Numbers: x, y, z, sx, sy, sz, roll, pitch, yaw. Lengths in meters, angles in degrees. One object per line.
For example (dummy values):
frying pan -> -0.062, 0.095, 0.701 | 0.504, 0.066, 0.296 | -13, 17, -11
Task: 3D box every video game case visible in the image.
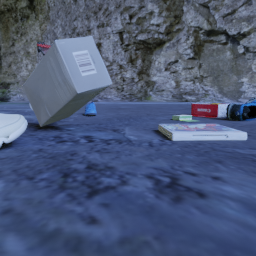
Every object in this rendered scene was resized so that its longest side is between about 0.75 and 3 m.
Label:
video game case -> 1.885, 0.082, 7.600 | 1.827, 0.230, 2.005 | 0, 6, -4

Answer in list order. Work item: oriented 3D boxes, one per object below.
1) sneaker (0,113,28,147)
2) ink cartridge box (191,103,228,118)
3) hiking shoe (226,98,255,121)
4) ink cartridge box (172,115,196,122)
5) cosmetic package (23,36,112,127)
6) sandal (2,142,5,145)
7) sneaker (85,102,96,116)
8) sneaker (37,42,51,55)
sneaker -> -3.268, -0.127, 5.209 | 2.625, 1.064, 0.986 | -3, 19, -18
ink cartridge box -> 4.125, -0.934, 14.443 | 1.440, 0.688, 1.640 | -7, 10, -41
hiking shoe -> 5.567, -0.726, 12.354 | 2.582, 0.961, 1.120 | -15, 20, -27
ink cartridge box -> 2.500, -0.427, 12.104 | 0.727, 0.239, 0.999 | -4, 6, -31
cosmetic package -> -1.815, -1.199, 7.847 | 1.238, 1.466, 2.745 | -23, -1, -37
sandal -> -2.889, 0.274, 5.882 | 0.352, 0.235, 0.860 | 0, 7, 8
sneaker -> -2.047, -1.029, 15.225 | 0.615, 0.731, 1.865 | 1, 8, -11
sneaker -> -2.571, -2.524, 9.170 | 0.854, 0.417, 0.302 | 12, 22, -13
